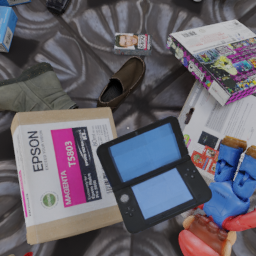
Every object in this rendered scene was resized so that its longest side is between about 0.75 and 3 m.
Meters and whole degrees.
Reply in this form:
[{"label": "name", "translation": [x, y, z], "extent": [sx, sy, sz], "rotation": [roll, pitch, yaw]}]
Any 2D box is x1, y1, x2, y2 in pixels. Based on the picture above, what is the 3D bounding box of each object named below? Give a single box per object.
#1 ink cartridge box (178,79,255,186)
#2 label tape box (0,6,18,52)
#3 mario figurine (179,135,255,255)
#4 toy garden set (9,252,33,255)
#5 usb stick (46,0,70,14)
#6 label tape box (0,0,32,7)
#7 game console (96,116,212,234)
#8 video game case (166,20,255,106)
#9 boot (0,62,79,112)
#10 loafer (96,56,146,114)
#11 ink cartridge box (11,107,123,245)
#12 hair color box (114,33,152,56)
[{"label": "ink cartridge box", "translation": [2.265, 0.177, 7.265], "extent": [2.163, 1.033, 2.464], "rotation": [27, 77, 7]}, {"label": "label tape box", "translation": [-4.342, -3.010, 8.352], "extent": [1.721, 0.569, 1.233], "rotation": [6, 75, 4]}, {"label": "mario figurine", "translation": [1.727, 1.386, 4.880], "extent": [1.267, 1.476, 2.391], "rotation": [21, 99, -3]}, {"label": "toy garden set", "translation": [-2.923, 3.822, 6.659], "extent": [1.909, 0.381, 1.591], "rotation": [-26, 77, -7]}, {"label": "usb stick", "translation": [-1.892, -4.676, 8.877], "extent": [0.649, 0.382, 2.342], "rotation": [19, 76, 1]}, {"label": "label tape box", "translation": [-3.960, -4.807, 8.779], "extent": [1.419, 0.623, 1.968], "rotation": [-15, 76, -4]}, {"label": "game console", "translation": [0.355, 0.625, 3.887], "extent": [1.286, 0.761, 1.098], "rotation": [-23, 48, -4]}, {"label": "video game case", "translation": [2.698, -1.868, 7.402], "extent": [2.596, 0.465, 2.353], "rotation": [-22, 61, -27]}, {"label": "boot", "translation": [-2.814, -0.508, 7.581], "extent": [2.630, 0.891, 1.718], "rotation": [-30, 83, -6]}, {"label": "loafer", "translation": [-0.143, -1.230, 7.797], "extent": [0.736, 0.719, 2.015], "rotation": [32, 78, 8]}, {"label": "ink cartridge box", "translation": [-1.310, 1.001, 6.613], "extent": [2.322, 1.059, 2.819], "rotation": [-6, 74, -30]}, {"label": "hair color box", "translation": [0.157, -2.489, 8.328], "extent": [1.084, 0.329, 0.537], "rotation": [3, 76, 1]}]
